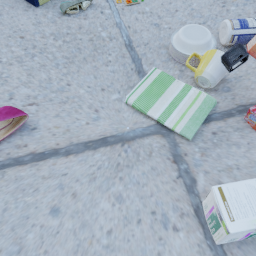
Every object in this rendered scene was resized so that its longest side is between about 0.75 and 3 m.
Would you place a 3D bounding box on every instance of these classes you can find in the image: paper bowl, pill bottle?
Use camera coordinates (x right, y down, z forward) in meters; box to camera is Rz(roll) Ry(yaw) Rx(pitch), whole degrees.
[{"bbox_3d":[2.414,-3.173,10.401,1.690,0.879,1.690,0,56,1],"label":"paper bowl"},{"bbox_3d":[4.466,-3.690,10.704,1.698,0.942,0.942,-4,55,-3],"label":"pill bottle"}]

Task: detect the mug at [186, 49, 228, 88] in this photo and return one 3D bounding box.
[{"bbox_3d":[2.703,-1.944,9.569,1.300,1.041,1.067,19,63,40],"label":"mug"}]

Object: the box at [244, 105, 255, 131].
[{"bbox_3d":[4.317,-0.465,8.673,1.192,0.569,0.594,-22,58,-15],"label":"box"}]

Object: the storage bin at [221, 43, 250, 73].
[{"bbox_3d":[2.735,-1.786,7.192,0.558,0.825,0.387,-35,79,16],"label":"storage bin"}]

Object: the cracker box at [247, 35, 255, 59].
[{"bbox_3d":[4.530,-2.414,6.767,1.770,2.643,0.762,35,37,-4],"label":"cracker box"}]

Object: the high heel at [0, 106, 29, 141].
[{"bbox_3d":[-4.057,0.398,7.859,1.356,0.952,2.828,9,42,19],"label":"high heel"}]

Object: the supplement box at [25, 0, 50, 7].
[{"bbox_3d":[-4.114,-6.844,12.677,1.998,1.341,1.996,37,63,23],"label":"supplement box"}]

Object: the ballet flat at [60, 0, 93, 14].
[{"bbox_3d":[-2.133,-5.335,12.213,1.665,0.561,0.530,-23,85,-14],"label":"ballet flat"}]

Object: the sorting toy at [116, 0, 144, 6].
[{"bbox_3d":[0.122,-5.852,12.698,1.330,0.181,0.749,-16,57,-11],"label":"sorting toy"}]

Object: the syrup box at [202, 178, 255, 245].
[{"bbox_3d":[3.372,1.861,6.699,2.841,1.118,1.157,-9,55,-7],"label":"syrup box"}]

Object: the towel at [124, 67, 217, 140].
[{"bbox_3d":[1.390,-0.880,9.158,2.541,0.297,1.938,31,61,19],"label":"towel"}]
